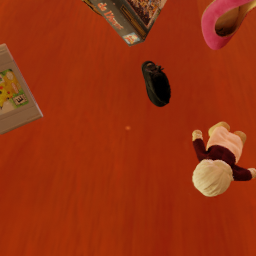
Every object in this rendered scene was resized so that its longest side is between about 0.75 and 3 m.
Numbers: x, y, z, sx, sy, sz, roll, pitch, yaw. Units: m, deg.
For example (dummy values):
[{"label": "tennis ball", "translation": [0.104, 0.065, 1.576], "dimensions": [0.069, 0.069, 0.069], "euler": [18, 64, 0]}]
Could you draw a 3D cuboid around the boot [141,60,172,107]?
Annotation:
[{"label": "boot", "translation": [0.409, -0.492, 3.638], "dimensions": [0.284, 0.766, 0.628], "euler": [-24, 30, 1]}]

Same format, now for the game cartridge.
[{"label": "game cartridge", "translation": [-2.325, -0.637, 5.081], "dimensions": [0.993, 1.489, 0.301], "euler": [-24, 27, -6]}]

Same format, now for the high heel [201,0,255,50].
[{"label": "high heel", "translation": [2.169, -2.128, 5.373], "dimensions": [0.894, 2.654, 1.273], "euler": [-19, 66, -9]}]

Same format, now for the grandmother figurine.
[{"label": "grandmother figurine", "translation": [1.253, 0.405, 3.751], "dimensions": [0.977, 0.488, 1.611], "euler": [25, 28, 20]}]

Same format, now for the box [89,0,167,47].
[{"label": "box", "translation": [-0.288, -3.642, 6.268], "dimensions": [0.558, 2.961, 2.022], "euler": [1, 57, 48]}]

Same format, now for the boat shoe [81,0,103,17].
[{"label": "boat shoe", "translation": [-0.768, -3.389, 7.230], "dimensions": [2.331, 0.839, 0.793], "euler": [15, 28, -39]}]
